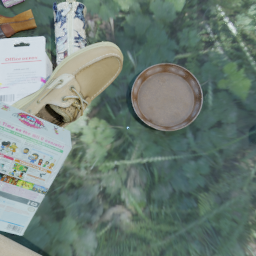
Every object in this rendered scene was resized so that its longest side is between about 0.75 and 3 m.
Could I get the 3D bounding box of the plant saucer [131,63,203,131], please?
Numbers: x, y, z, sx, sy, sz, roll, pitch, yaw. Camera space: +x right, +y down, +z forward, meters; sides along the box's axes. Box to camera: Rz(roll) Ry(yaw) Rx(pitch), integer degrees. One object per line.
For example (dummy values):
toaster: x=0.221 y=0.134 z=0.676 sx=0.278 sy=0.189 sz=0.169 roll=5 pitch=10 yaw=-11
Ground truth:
plant saucer: x=1.001 y=-0.788 z=7.325 sx=1.839 sy=0.317 sz=1.839 roll=0 pitch=76 yaw=-1

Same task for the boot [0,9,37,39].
boot: x=-3.251 y=-3.125 z=7.858 sx=1.118 sy=0.383 sz=1.053 roll=-24 pitch=77 yaw=-6

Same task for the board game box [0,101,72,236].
board game box: x=-1.681 y=0.578 z=3.856 sx=1.204 sy=0.525 sz=1.632 roll=26 pitch=107 yaw=-23

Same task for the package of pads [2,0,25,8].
package of pads: x=-3.427 y=-4.020 z=8.073 sx=0.593 sy=0.372 sz=0.984 roll=-22 pitch=77 yaw=-5

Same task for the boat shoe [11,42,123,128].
boat shoe: x=-1.181 y=-0.491 z=5.402 sx=2.880 sy=1.026 sz=0.929 roll=-38 pitch=48 yaw=3

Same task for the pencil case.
pencil case: x=-1.468 y=-2.131 z=7.273 sx=0.906 sy=1.041 sz=2.328 roll=-6 pitch=77 yaw=2

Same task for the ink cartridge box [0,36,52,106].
ink cartridge box: x=-2.621 y=-1.176 z=7.193 sx=1.247 sy=0.735 sz=2.167 roll=-4 pitch=76 yaw=-1

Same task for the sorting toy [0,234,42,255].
sorting toy: x=-2.617 y=3.806 z=5.714 sx=2.415 sy=0.476 sz=2.609 roll=37 pitch=70 yaw=-16
